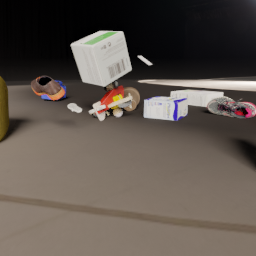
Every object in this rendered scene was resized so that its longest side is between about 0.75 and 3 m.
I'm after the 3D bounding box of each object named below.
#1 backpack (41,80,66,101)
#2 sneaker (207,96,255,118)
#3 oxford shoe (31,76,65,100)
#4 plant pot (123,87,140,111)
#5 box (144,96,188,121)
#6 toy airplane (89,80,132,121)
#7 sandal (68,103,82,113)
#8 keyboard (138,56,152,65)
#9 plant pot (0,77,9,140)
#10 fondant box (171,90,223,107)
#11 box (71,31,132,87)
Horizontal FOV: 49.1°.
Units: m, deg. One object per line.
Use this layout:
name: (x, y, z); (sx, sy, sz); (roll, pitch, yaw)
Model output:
backpack: (-5.327, -2.764, 20.676); (1.441, 1.488, 1.773); (13, 12, 11)
sneaker: (5.136, -1.033, 14.102); (2.414, 0.973, 0.901); (10, 18, 35)
oxford shoe: (-2.776, -1.482, 9.305); (1.873, 0.679, 0.667); (19, 58, 43)
plant pot: (0.072, -1.553, 16.217); (1.335, 1.335, 1.164); (-1, 31, -5)
box: (1.920, -1.019, 14.076); (1.780, 0.934, 1.637); (7, 15, 27)
toy airplane: (-0.845, -1.082, 13.738); (2.210, 1.566, 2.220); (-39, 26, 1)
sandal: (-3.035, -1.070, 15.862); (0.499, 0.301, 1.227); (-25, 37, -29)
keyboard: (0.856, -3.425, 14.172); (0.255, 0.048, 0.907); (-22, 53, -34)
plant pot: (-5.399, -0.685, 9.306); (2.608, 2.591, 2.668); (3, 8, 12)
fondant box: (4.613, -2.046, 18.879); (2.056, 0.830, 2.850); (-12, 18, -41)
box: (-1.161, -3.172, 12.635); (1.622, 1.893, 1.884); (18, 44, 42)
